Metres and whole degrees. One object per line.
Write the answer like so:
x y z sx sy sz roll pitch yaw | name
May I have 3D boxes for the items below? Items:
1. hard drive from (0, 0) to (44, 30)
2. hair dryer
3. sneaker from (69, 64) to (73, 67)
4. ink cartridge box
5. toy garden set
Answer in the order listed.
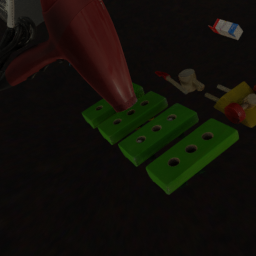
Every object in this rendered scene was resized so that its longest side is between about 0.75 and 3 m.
-2.407 -3.025 6.142 1.425 2.042 0.336 -33 74 3 | hard drive
-1.118 -1.170 4.093 2.948 2.245 0.801 29 44 5 | hair dryer
-0.826 -1.441 5.803 0.822 0.336 0.301 -28 20 8 | sneaker
2.567 -2.623 7.387 0.776 0.451 0.261 36 104 35 | ink cartridge box
0.677 -0.202 4.259 2.027 0.485 2.431 -35 36 -14 | toy garden set
